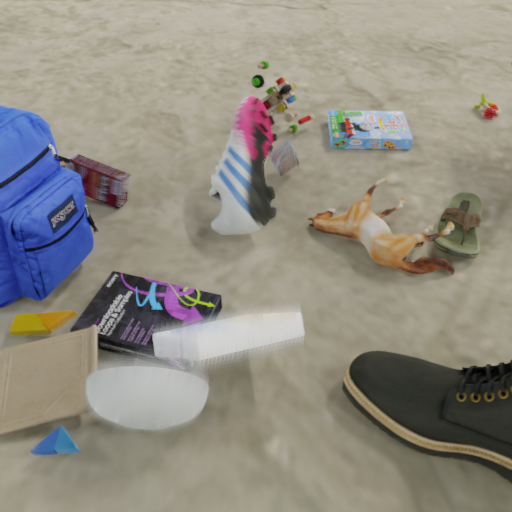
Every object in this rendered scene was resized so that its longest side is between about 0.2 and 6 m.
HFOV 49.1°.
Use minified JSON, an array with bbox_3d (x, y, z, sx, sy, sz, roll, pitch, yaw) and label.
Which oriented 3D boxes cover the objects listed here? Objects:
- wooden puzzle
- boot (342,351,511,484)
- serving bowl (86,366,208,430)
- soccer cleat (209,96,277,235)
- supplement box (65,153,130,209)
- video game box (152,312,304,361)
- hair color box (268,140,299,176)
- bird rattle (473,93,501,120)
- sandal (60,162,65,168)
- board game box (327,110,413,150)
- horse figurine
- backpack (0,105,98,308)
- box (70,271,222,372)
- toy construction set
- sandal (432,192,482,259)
[{"bbox_3d":[-2.896,1.707,7.775,1.646,0.285,2.440,-12,45,5],"label":"wooden puzzle"},{"bbox_3d":[2.840,1.408,6.629,3.475,2.404,1.346,18,44,20],"label":"boot"},{"bbox_3d":[-1.360,1.833,6.931,1.510,1.510,0.497,1,61,1],"label":"serving bowl"},{"bbox_3d":[-0.360,-1.744,10.617,1.286,1.040,2.978,-16,57,29],"label":"soccer cleat"},{"bbox_3d":[-3.148,-1.478,11.057,1.224,0.666,0.373,21,36,6],"label":"supplement box"},{"bbox_3d":[-0.405,1.064,7.551,1.585,0.371,1.444,-8,0,-32],"label":"video game box"},{"bbox_3d":[0.578,-1.996,11.518,0.479,0.968,0.294,-33,80,4],"label":"hair color box"},{"bbox_3d":[5.892,-3.729,14.074,0.642,0.443,0.787,-1,41,-27],"label":"bird rattle"},{"bbox_3d":[-4.403,-1.836,11.752,2.028,0.553,0.829,9,42,10],"label":"sandal"},{"bbox_3d":[2.651,-2.989,13.242,1.824,0.334,1.380,2,41,1],"label":"board game box"},{"bbox_3d":[2.338,-0.440,10.039,1.693,0.638,2.555,-31,54,-17],"label":"horse figurine"},{"bbox_3d":[-3.995,-0.927,8.902,2.449,2.918,2.371,11,41,13],"label":"backpack"},{"bbox_3d":[-1.670,0.964,8.704,1.950,0.352,1.394,10,42,13],"label":"box"},{"bbox_3d":[0.710,-3.749,13.634,1.660,1.384,1.275,40,39,11],"label":"toy construction set"},{"bbox_3d":[3.790,-0.682,10.397,0.830,0.596,2.090,13,43,14],"label":"sandal"}]
